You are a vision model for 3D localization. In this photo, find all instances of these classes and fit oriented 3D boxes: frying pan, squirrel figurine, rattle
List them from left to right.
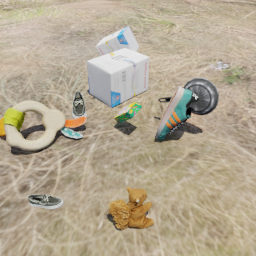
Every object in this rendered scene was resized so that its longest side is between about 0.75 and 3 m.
[{"bbox_3d":[-3.360,0.040,10.928,2.921,2.086,1.901,-9,69,-35],"label":"rattle"},{"bbox_3d":[0.080,2.177,7.629,1.200,1.120,0.849,-15,40,-19],"label":"squirrel figurine"},{"bbox_3d":[2.162,-1.251,10.258,2.308,1.396,0.376,21,29,25],"label":"frying pan"}]

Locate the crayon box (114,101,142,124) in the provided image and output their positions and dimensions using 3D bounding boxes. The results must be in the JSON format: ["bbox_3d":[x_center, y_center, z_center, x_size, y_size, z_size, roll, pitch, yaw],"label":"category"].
[{"bbox_3d":[-0.014,-0.582,10.689,0.654,0.321,1.102,-48,14,-28],"label":"crayon box"}]

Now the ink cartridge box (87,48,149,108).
[{"bbox_3d":[-0.422,-2.405,12.989,2.362,1.739,1.709,-29,46,-33],"label":"ink cartridge box"}]

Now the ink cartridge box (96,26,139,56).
[{"bbox_3d":[-0.570,-4.482,15.457,1.800,1.325,1.302,-16,31,27],"label":"ink cartridge box"}]

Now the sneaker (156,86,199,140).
[{"bbox_3d":[1.734,-0.354,10.103,0.915,2.290,0.817,24,37,0],"label":"sneaker"}]

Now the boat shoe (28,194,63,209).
[{"bbox_3d":[-2.450,2.155,8.303,1.029,0.328,0.364,1,38,1],"label":"boat shoe"}]

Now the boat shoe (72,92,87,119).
[{"bbox_3d":[-2.156,-0.975,12.132,0.609,0.549,1.723,-7,39,-9],"label":"boat shoe"}]
